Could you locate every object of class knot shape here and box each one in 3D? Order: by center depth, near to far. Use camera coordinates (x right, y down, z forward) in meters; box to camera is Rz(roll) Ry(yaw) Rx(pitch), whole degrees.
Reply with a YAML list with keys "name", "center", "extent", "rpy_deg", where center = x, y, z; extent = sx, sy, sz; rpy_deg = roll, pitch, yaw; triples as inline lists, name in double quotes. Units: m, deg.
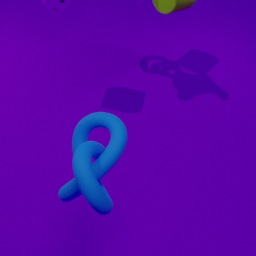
- name: "knot shape"
  center: [-0.354, 0.317, 2.905]
  extent: [0.496, 1.074, 1.005]
  rpy_deg: [15, 79, -15]

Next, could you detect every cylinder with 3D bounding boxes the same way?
- name: "cylinder"
  center: [1.341, -3.832, 7.978]
  extent: [0.963, 0.963, 0.963]
  rpy_deg: [-29, 55, -33]

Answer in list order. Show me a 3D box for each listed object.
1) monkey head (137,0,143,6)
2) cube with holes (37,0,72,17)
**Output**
- name: "monkey head"
  center: [0.509, -3.870, 6.309]
  extent: [1.173, 1.947, 1.400]
  rpy_deg: [-12, 7, -15]
- name: "cube with holes"
  center: [-1.573, -3.222, 6.191]
  extent: [0.834, 0.834, 0.834]
  rpy_deg: [34, 49, -30]
